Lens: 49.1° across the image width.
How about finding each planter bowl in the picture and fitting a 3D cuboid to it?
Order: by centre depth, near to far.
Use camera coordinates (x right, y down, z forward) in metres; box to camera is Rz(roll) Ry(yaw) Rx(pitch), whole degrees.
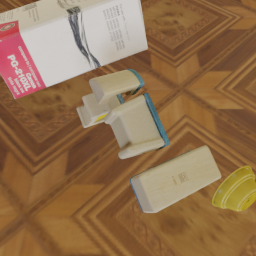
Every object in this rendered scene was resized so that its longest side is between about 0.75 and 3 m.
[{"bbox_3d":[2.068,1.209,5.141,1.011,1.011,0.421,-27,46,-18],"label":"planter bowl"}]

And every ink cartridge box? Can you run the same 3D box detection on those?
[{"bbox_3d":[-1.127,-1.783,5.208,2.514,1.060,1.820,-22,38,-6],"label":"ink cartridge box"}]

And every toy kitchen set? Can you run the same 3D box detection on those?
[{"bbox_3d":[0.191,0.185,4.835,1.268,1.724,2.152,-19,82,-24],"label":"toy kitchen set"}]
